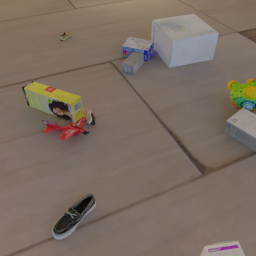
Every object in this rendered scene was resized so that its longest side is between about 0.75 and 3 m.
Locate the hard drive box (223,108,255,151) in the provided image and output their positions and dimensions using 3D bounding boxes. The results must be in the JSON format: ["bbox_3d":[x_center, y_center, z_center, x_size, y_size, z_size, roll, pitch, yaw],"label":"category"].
[{"bbox_3d":[4.593,0.057,10.483,1.201,0.592,1.540,-32,52,-29],"label":"hard drive box"}]

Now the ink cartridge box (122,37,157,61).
[{"bbox_3d":[0.667,-4.179,14.857,1.715,0.655,1.170,13,45,15],"label":"ink cartridge box"}]

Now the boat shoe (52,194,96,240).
[{"bbox_3d":[-1.563,2.450,8.020,0.563,0.554,1.563,27,50,26],"label":"boat shoe"}]

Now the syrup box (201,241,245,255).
[{"bbox_3d":[2.432,3.879,6.258,0.950,0.919,2.333,-5,44,-6],"label":"syrup box"}]

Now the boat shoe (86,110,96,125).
[{"bbox_3d":[-1.469,-0.402,11.196,0.278,0.341,0.922,32,15,-27],"label":"boat shoe"}]

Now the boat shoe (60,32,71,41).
[{"bbox_3d":[-3.658,-5.458,16.409,0.340,0.361,0.948,14,46,14],"label":"boat shoe"}]

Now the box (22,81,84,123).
[{"bbox_3d":[-3.034,-1.082,11.280,2.621,0.986,0.657,19,45,26],"label":"box"}]

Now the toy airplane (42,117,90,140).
[{"bbox_3d":[-2.395,0.030,10.637,1.933,0.355,1.933,6,29,-3],"label":"toy airplane"}]

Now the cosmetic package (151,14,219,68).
[{"bbox_3d":[2.857,-4.636,14.691,2.546,1.570,2.554,-14,47,-14],"label":"cosmetic package"}]

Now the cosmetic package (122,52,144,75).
[{"bbox_3d":[0.258,-3.238,13.962,0.680,0.574,1.272,15,48,20],"label":"cosmetic package"}]

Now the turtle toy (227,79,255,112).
[{"bbox_3d":[5.256,-1.300,11.455,2.330,1.178,1.698,-6,20,-10],"label":"turtle toy"}]
